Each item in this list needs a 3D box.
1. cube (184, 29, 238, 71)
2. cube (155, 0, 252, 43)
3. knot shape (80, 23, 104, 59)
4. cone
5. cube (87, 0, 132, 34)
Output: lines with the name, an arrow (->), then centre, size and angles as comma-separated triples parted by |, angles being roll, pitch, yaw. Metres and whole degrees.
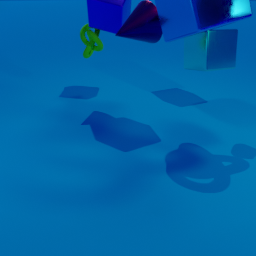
cube -> 2.509, -2.396, 8.615 | 1.144, 1.144, 1.144 | -10, 18, -23
cube -> 1.280, -2.335, 5.033 | 1.167, 1.167, 1.167 | -21, 14, -17
knot shape -> -1.142, -2.788, 8.938 | 0.529, 1.145, 1.071 | -4, 16, -28
cone -> 0.101, -2.192, 6.186 | 0.961, 0.958, 0.958 | -30, 38, -26
cube -> -0.521, -3.543, 8.140 | 1.033, 1.033, 1.033 | 16, 62, 5
